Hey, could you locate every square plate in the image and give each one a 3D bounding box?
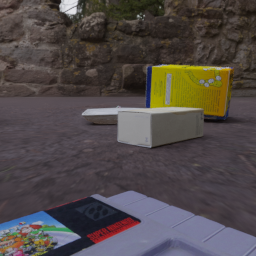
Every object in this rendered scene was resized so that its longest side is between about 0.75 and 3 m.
[{"bbox_3d":[-0.159,-0.473,10.435,2.848,0.409,2.875,-1,8,-3],"label":"square plate"}]

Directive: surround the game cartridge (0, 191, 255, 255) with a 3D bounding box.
[{"bbox_3d":[-0.324,0.796,1.235,2.158,0.414,1.399,-7,15,-43],"label":"game cartridge"}]

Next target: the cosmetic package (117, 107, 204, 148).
[{"bbox_3d":[0.793,-0.079,6.391,1.010,0.713,1.952,7,10,44],"label":"cosmetic package"}]

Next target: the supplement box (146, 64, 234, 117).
[{"bbox_3d":[2.308,-1.509,10.533,2.924,1.601,1.591,8,18,23],"label":"supplement box"}]

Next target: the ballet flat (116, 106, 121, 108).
[{"bbox_3d":[-0.450,-0.781,12.974,0.444,0.432,1.249,-20,10,-4],"label":"ballet flat"}]

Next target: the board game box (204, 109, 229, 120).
[{"bbox_3d":[3.210,-0.617,11.610,1.696,0.370,1.704,3,8,24],"label":"board game box"}]
